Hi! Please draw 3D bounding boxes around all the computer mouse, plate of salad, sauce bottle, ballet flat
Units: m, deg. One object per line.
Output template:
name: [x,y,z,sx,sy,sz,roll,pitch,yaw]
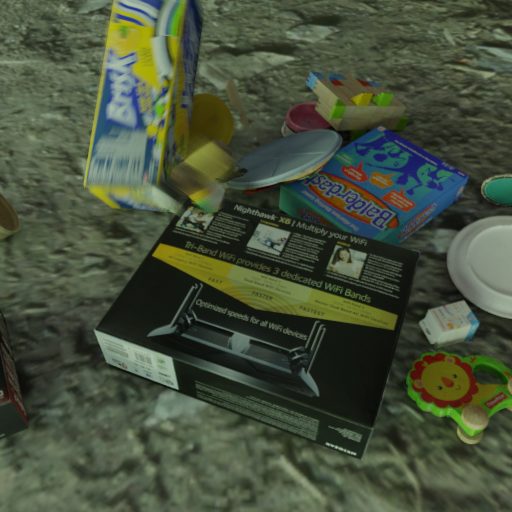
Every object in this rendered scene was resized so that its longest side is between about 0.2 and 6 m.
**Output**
computer mouse: [-0.824,-1.763,11.335,0.803,0.306,1.159,-23,46,-39]
plate of salad: [4.807,0.224,10.537,2.349,0.564,2.349,-5,54,7]
sauce bottle: [-1.028,-1.309,9.007,0.526,0.526,1.626,27,44,22]
ballet flat: [5.702,-1.427,12.031,1.964,0.743,0.628,2,19,-4]

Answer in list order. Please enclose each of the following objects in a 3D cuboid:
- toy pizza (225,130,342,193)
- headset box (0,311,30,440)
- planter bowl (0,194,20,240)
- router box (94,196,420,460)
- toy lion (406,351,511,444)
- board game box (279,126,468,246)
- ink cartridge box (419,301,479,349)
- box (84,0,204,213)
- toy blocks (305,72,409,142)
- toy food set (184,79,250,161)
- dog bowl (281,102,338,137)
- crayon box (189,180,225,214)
toy pizza: [0.599,-1.989,12.022,2.639,0.418,2.639,-19,25,9]
headset box: [-4.784,1.993,8.674,1.917,0.995,2.576,-21,53,-17]
planter bowl: [-5.424,-0.748,11.111,0.795,1.181,1.181,-34,52,7]
router box: [0.169,0.886,9.520,4.472,1.168,3.516,17,51,14]
toy lion: [3.316,2.086,8.988,1.600,0.549,1.533,-23,45,-19]
board game box: [2.462,-1.347,11.797,3.198,0.719,2.432,-34,57,-27]
ink cartridge box: [3.309,1.202,9.696,0.809,0.507,0.520,-13,50,-12]
box: [-2.207,-3.393,11.545,1.520,1.657,4.729,5,80,7]
toy blocks: [2.297,-3.753,13.456,2.500,1.249,1.709,-8,47,-32]
toy food set: [-1.348,-3.017,13.156,2.378,1.399,0.777,-36,22,-23]
dog bowl: [1.317,-3.189,13.564,1.404,0.518,1.404,0,48,0]
crayon box: [-0.952,-1.185,9.833,0.211,0.818,0.514,-14,47,40]
